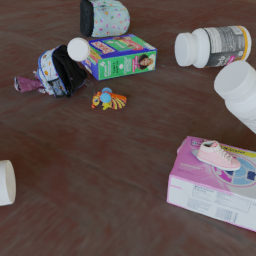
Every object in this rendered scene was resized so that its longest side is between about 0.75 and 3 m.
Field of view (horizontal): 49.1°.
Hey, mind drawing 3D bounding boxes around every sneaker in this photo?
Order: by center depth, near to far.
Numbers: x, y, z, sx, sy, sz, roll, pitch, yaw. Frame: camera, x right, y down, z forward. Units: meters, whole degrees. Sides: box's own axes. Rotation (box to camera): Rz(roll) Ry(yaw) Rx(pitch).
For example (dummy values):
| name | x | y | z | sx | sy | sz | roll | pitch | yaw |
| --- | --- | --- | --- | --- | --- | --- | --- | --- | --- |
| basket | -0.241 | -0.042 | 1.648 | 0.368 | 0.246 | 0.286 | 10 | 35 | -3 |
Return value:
| name | x | y | z | sx | sy | sz | roll | pitch | yaw |
| --- | --- | --- | --- | --- | --- | --- | --- | --- | --- |
| sneaker | 1.931 | 0.561 | 5.895 | 0.906 | 0.474 | 0.341 | 18 | 37 | 23 |

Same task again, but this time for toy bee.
| name | x | y | z | sx | sy | sz | roll | pitch | yaw |
| --- | --- | --- | --- | --- | --- | --- | --- | --- | --- |
| toy bee | -0.868 | -1.010 | 9.709 | 1.524 | 0.829 | 0.998 | 35 | 33 | 5 |

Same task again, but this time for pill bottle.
| name | x | y | z | sx | sy | sz | roll | pitch | yaw |
| --- | --- | --- | --- | --- | --- | --- | --- | --- | --- |
| pill bottle | -3.557 | 1.291 | 5.763 | 2.185 | 1.234 | 1.234 | -7 | 35 | -12 |
| pill bottle | 2.819 | -0.633 | 6.266 | 1.861 | 1.064 | 1.064 | 32 | 22 | -29 |
| pill bottle | -1.675 | -2.657 | 9.544 | 0.753 | 0.753 | 1.343 | -6 | 14 | -9 |
| pill bottle | 3.743 | -3.604 | 12.543 | 2.963 | 1.724 | 1.724 | -8 | 35 | -11 |

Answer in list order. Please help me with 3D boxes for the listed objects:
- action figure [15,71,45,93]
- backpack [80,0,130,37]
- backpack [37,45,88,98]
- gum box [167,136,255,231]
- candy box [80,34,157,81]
| name | x | y | z | sx | sy | sz | roll | pitch | yaw |
| --- | --- | --- | --- | --- | --- | --- | --- | --- | --- |
| action figure | -3.620 | -1.625 | 10.782 | 1.310 | 0.878 | 0.976 | -5 | -11 | -29 |
| backpack | -1.348 | -6.481 | 16.625 | 2.817 | 2.351 | 1.783 | -12 | 56 | -22 |
| backpack | -2.504 | -2.130 | 10.394 | 1.365 | 1.688 | 1.772 | -6 | 31 | 20 |
| gum box | 2.247 | 1.193 | 6.181 | 2.692 | 0.890 | 1.528 | 14 | 37 | 20 |
| candy box | -0.505 | -3.244 | 12.559 | 2.798 | 1.078 | 2.365 | -17 | 39 | -21 |
